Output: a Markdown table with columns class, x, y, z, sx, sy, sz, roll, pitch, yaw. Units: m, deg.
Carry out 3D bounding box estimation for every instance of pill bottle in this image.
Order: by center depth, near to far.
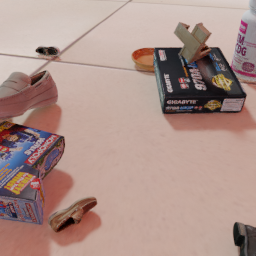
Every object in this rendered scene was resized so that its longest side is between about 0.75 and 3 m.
| class | x | y | z | sx | sy | sz | roll | pitch | yaw |
| --- | --- | --- | --- | --- | --- | --- | --- | --- | --- |
| pill bottle | 4.366 | -3.009 | 9.170 | 1.478 | 2.608 | 1.478 | 0 | 36 | 0 |

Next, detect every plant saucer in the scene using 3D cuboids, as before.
| class | x | y | z | sx | sy | sz | roll | pitch | yaw |
| --- | --- | --- | --- | --- | --- | --- | --- | --- | --- |
| plant saucer | 0.883 | -2.585 | 10.511 | 1.539 | 0.288 | 1.539 | 1 | 39 | -1 |

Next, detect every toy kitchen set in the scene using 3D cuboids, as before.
| class | x | y | z | sx | sy | sz | roll | pitch | yaw |
| --- | --- | --- | --- | --- | --- | --- | --- | --- | --- |
| toy kitchen set | 2.046 | -2.762 | 8.356 | 1.043 | 1.156 | 0.943 | -30 | 73 | -30 |

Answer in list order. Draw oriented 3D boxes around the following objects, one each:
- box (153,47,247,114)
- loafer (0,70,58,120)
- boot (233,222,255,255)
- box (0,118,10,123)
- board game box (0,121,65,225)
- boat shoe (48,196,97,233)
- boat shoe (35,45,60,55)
| class | x | y | z | sx | sy | sz | roll | pitch | yaw |
| --- | --- | --- | --- | --- | --- | --- | --- | --- | --- |
| box | 2.020 | -1.558 | 8.601 | 2.254 | 0.652 | 2.836 | -1 | 43 | -1 |
| loafer | -2.789 | -0.862 | 6.941 | 1.031 | 1.029 | 2.947 | -2 | 16 | 17 |
| boot | 2.203 | 1.930 | 4.221 | 1.041 | 0.414 | 1.195 | 6 | 44 | 4 |
| box | -3.483 | -0.173 | 7.154 | 0.496 | 0.413 | 1.207 | 3 | 36 | 5 |
| board game box | -2.258 | 0.891 | 5.454 | 2.195 | 0.677 | 2.197 | 14 | 38 | 19 |
| boat shoe | -0.925 | 1.533 | 4.916 | 0.909 | 0.344 | 0.326 | -27 | 47 | -19 |
| boat shoe | -3.210 | -3.057 | 11.174 | 1.100 | 0.389 | 0.350 | 10 | 36 | 26 |
